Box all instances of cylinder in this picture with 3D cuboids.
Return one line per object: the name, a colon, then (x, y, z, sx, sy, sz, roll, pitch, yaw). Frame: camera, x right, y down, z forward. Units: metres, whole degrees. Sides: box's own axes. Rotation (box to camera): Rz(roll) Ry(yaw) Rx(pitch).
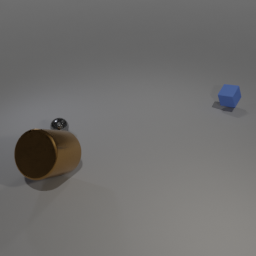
cylinder: (-2.298, 0.740, 8.197, 1.400, 1.400, 1.400, 11, 1, 19)

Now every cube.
cube: (4.500, -1.426, 12.404, 0.700, 0.700, 0.700, 16, 60, 41)

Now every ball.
ball: (-2.626, -0.044, 10.731, 0.700, 0.700, 0.700, 0, 30, 0)
